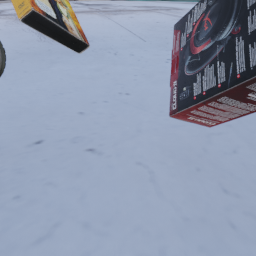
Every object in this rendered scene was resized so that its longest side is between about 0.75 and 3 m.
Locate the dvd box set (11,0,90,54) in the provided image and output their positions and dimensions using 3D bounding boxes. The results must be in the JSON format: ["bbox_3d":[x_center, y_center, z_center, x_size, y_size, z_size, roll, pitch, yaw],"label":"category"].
[{"bbox_3d":[-1.649,-2.585,5.173,0.332,2.259,1.653,-31,-17,19],"label":"dvd box set"}]

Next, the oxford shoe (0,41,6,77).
[{"bbox_3d":[-3.171,-1.502,4.480,2.757,1.002,1.164,29,22,14],"label":"oxford shoe"}]

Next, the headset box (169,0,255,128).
[{"bbox_3d":[1.524,-1.139,4.094,0.913,1.809,2.433,14,-20,-23],"label":"headset box"}]
